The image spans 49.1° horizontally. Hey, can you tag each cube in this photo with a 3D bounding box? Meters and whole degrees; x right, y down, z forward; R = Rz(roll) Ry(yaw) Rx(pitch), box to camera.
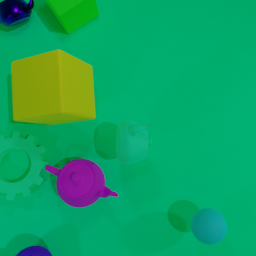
[{"bbox_3d":[-1.537,-3.395,7.411,1.065,1.065,1.065,-34,84,-2],"label":"cube"},{"bbox_3d":[-1.693,-0.849,6.511,1.348,1.348,1.348,-7,84,23],"label":"cube"}]

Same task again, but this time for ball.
[{"bbox_3d":[1.803,2.198,6.272,0.778,0.778,0.778,0,80,0],"label":"ball"}]

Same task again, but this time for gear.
[{"bbox_3d":[-2.808,0.932,6.964,1.660,0.307,1.660,1,77,-2],"label":"gear"}]

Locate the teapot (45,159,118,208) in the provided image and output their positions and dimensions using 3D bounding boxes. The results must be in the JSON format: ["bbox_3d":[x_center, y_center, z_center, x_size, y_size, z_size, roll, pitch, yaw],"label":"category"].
[{"bbox_3d":[-1.089,1.280,6.613,1.895,0.928,1.178,20,71,8],"label":"teapot"}]

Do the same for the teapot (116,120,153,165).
[{"bbox_3d":[0.156,0.295,6.243,0.785,1.604,0.997,1,58,-10],"label":"teapot"}]

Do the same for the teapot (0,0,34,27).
[{"bbox_3d":[-3.034,-3.193,7.476,1.461,0.908,0.715,-23,109,4],"label":"teapot"}]

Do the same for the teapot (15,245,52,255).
[{"bbox_3d":[-2.229,3.145,6.155,0.821,1.676,1.042,-17,71,40],"label":"teapot"}]
